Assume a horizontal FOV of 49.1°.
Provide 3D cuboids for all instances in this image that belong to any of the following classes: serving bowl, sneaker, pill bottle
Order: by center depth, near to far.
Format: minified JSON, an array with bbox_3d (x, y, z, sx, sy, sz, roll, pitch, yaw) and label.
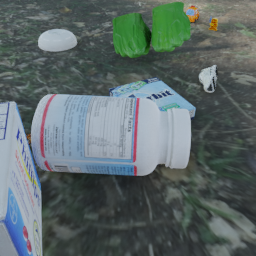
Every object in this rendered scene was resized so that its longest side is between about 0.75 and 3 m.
[{"bbox_3d":[-0.281,0.146,5.621,2.871,1.561,1.561,3,39,3],"label":"pill bottle"},{"bbox_3d":[2.439,-1.479,8.618,0.526,0.488,1.299,-2,35,25],"label":"sneaker"},{"bbox_3d":[-2.828,-3.587,11.167,1.541,0.507,1.541,0,39,0],"label":"serving bowl"}]

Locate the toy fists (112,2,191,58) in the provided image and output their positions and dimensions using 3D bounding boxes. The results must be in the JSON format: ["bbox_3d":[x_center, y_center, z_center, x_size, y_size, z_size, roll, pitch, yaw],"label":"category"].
[{"bbox_3d":[0.751,-3.183,9.528,2.782,1.418,0.957,-4,5,24],"label":"toy fists"}]

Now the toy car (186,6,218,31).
[{"bbox_3d":[3.515,-5.221,13.079,1.011,0.686,2.061,-32,47,-33],"label":"toy car"}]

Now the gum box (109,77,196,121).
[{"bbox_3d":[0.594,-0.651,7.533,1.584,0.415,1.864,-18,42,-21],"label":"gum box"}]

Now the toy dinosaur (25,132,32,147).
[{"bbox_3d":[-2.508,0.285,6.409,0.585,0.440,0.862,40,30,19],"label":"toy dinosaur"}]

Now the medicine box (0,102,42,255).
[{"bbox_3d":[-2.012,1.078,4.060,1.152,2.038,2.237,-9,39,-11],"label":"medicine box"}]
